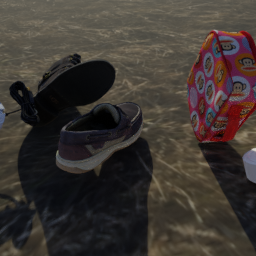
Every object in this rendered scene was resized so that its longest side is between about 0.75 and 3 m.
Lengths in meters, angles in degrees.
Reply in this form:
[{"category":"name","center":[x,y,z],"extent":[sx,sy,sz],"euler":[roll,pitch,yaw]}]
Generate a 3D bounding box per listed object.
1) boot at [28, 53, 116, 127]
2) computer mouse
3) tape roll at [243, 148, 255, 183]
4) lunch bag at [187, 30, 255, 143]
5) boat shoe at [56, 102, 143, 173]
[{"category":"boot","center":[-1.596,-1.437,7.584],"extent":[2.891,1.001,2.517],"euler":[-25,33,18]},{"category":"computer mouse","center":[-3.205,-0.218,6.253],"extent":[2.334,0.512,1.280],"euler":[-23,63,-2]},{"category":"tape roll","center":[2.866,0.674,5.397],"extent":[1.178,0.412,1.178],"euler":[-15,9,2]},{"category":"lunch bag","center":[1.995,-0.699,6.034],"extent":[0.935,2.283,2.011],"euler":[0,61,-6]},{"category":"boat shoe","center":[-0.426,-0.076,5.961],"extent":[1.013,0.913,2.816],"euler":[23,33,23]}]
